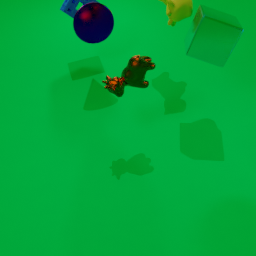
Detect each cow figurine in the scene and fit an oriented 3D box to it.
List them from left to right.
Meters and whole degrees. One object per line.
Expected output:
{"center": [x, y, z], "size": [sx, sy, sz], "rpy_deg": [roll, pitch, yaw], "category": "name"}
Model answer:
{"center": [-0.006, -1.252, 6.689], "size": [1.099, 1.117, 0.613], "rpy_deg": [0, 43, -24], "category": "cow figurine"}
{"center": [1.265, -3.829, 8.219], "size": [1.646, 0.903, 1.620], "rpy_deg": [31, 74, 28], "category": "cow figurine"}

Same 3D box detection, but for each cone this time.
{"center": [-1.159, -3.404, 8.547], "size": [1.212, 1.212, 1.217], "rpy_deg": [-14, 45, -10], "category": "cone"}

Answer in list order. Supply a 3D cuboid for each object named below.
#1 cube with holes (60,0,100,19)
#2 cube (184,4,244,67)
{"center": [-1.625, -4.077, 9.388], "size": [0.885, 0.885, 0.885], "rpy_deg": [26, 14, -30], "category": "cube with holes"}
{"center": [2.095, -2.313, 7.029], "size": [1.018, 1.018, 1.018], "rpy_deg": [17, 38, -5], "category": "cube"}
